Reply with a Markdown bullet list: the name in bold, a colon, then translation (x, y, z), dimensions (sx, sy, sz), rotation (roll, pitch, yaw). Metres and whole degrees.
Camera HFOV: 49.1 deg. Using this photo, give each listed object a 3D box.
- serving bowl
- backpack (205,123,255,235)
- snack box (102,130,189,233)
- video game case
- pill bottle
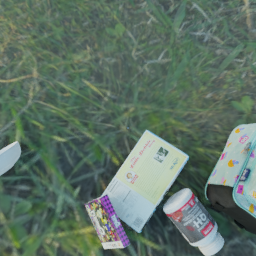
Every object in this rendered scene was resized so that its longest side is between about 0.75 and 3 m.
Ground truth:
- **serving bowl**: translation (-3.430, 0.965, 7.354), dimensions (1.484, 1.484, 0.488), rotation (-33, 103, -11)
- **backpack**: translation (3.408, 1.100, 6.820), dimensions (2.251, 1.963, 2.561), rotation (35, 64, -14)
- **snack box**: translation (0.410, 1.336, 7.259), dimensions (1.321, 0.422, 2.273), rotation (33, 84, 18)
- **video game case**: translation (-0.544, 2.313, 6.835), dimensions (0.223, 1.131, 1.248), rotation (-20, 80, -35)
- **pill bottle**: translation (1.659, 2.356, 6.985), dimensions (0.852, 0.852, 1.540), rotation (-38, 89, -12)
